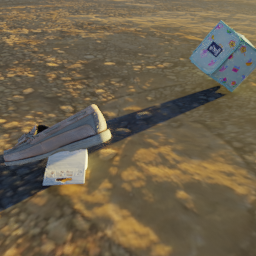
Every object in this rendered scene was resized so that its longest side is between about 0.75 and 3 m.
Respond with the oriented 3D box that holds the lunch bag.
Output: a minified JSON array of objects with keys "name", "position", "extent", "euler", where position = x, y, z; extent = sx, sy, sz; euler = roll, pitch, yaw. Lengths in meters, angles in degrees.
[{"name":"lunch bag","position":[3.310,-2.458,9.549],"extent":[1.942,1.654,1.184],"euler":[31,30,-15]}]

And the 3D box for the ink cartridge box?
[{"name":"ink cartridge box","position":[-1.363,0.919,6.231],"extent":[0.875,0.258,1.093],"euler":[-2,37,-4]}]

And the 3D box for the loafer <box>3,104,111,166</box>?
[{"name":"loafer","position":[-1.533,0.160,5.704],"extent":[2.428,0.763,0.873],"euler":[-14,7,18]}]
